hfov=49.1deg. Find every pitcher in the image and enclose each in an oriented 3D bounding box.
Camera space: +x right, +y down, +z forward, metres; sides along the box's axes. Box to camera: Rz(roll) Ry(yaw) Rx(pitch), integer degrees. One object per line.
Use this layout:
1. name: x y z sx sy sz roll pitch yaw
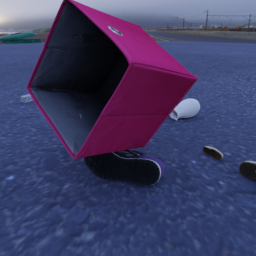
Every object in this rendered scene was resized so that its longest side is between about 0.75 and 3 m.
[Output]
1. pitcher: 2.214 -0.761 11.461 1.224 0.742 1.050 -22 19 -21

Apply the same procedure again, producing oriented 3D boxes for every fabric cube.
1. fabric cube: -0.417 -1.087 6.748 2.525 2.533 2.485 -3 45 -49

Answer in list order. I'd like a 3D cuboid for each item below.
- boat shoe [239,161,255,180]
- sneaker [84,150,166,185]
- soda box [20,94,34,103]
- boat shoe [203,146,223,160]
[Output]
1. boat shoe: 3.600 1.133 6.877 0.598 0.563 1.570 -3 19 -41
2. sneaker: -0.085 0.923 7.305 2.161 0.818 0.946 14 11 21
3. soda box: -4.784 -1.489 13.746 0.313 0.291 0.917 15 26 33
4. boat shoe: 2.556 0.703 8.273 0.248 0.275 0.763 -11 19 -24
